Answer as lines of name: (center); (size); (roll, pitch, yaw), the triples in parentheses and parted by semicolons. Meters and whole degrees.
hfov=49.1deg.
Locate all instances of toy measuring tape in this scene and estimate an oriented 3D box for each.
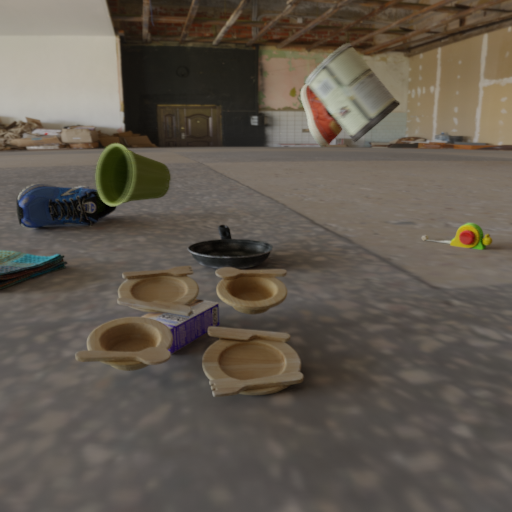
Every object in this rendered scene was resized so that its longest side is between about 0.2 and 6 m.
toy measuring tape: (4.486, -0.497, 12.524); (1.556, 0.572, 0.572); (12, 19, 39)

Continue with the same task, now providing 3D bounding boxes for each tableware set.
tableware set: (-0.699, 0.758, 6.927); (2.413, 0.335, 2.889); (2, 26, -1)

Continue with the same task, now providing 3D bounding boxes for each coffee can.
coffee can: (1.704, -2.878, 9.925); (1.017, 1.390, 1.017); (-39, 2, 1)

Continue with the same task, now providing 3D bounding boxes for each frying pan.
frying pan: (-0.770, -0.174, 11.456); (1.672, 0.450, 2.764); (-7, 14, -29)

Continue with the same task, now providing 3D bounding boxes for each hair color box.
hair color box: (-1.045, 0.893, 7.386); (0.628, 0.372, 1.149); (6, 14, 27)

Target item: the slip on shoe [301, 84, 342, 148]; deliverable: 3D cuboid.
slip on shoe: (1.736, -3.801, 14.650); (0.766, 0.927, 2.503); (-31, 39, 23)

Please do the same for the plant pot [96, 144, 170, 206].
plant pot: (-1.940, -1.281, 9.148); (0.984, 0.984, 0.935); (12, 9, 39)

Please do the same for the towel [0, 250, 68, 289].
towel: (-5.202, 0.178, 10.369); (2.670, 0.290, 1.958); (6, 15, 22)

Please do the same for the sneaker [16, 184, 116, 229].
sneaker: (-4.870, -1.347, 14.643); (1.313, 1.157, 2.945); (6, 15, 31)
